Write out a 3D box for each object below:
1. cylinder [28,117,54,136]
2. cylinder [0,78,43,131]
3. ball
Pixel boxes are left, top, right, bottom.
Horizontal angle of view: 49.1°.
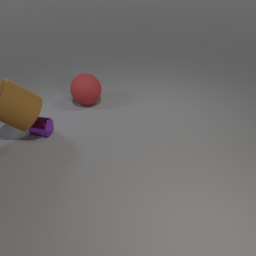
[{"bbox_3d":[-3.269,-0.066,10.546,0.700,0.700,0.700,6,32,10],"label":"cylinder"},{"bbox_3d":[-3.955,-0.788,9.745,1.400,1.400,1.400,31,12,-37],"label":"cylinder"},{"bbox_3d":[-1.898,-1.752,12.636,1.400,1.400,1.400,0,31,0],"label":"ball"}]
